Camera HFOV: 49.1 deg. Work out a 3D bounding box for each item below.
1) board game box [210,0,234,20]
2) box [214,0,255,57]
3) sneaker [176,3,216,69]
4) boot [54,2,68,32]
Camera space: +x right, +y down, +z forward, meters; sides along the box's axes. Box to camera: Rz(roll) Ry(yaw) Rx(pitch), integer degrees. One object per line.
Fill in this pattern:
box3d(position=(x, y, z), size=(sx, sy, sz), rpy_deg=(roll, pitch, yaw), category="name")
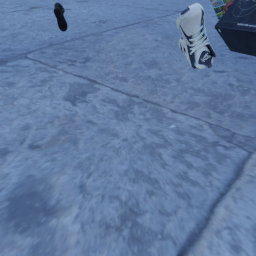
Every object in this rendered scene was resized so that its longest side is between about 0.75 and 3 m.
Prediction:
box3d(position=(3.245, -3.734, 8.301), size=(1.260, 1.708, 0.549), rpy_deg=(-16, 25, 40), category="board game box")
box3d(position=(3.455, -2.747, 6.888), size=(1.721, 1.085, 1.750), rpy_deg=(-51, 36, 2), category="box")
box3d(position=(1.889, -2.235, 7.398), size=(0.791, 1.982, 1.290), rpy_deg=(-27, 73, -4), category="sneaker")
box3d(position=(-2.267, -3.770, 9.503), size=(0.314, 0.834, 0.623), rpy_deg=(-13, 39, -1), category="boot")
